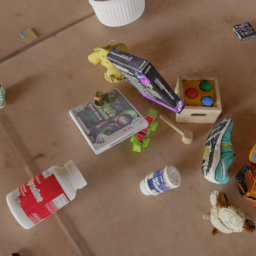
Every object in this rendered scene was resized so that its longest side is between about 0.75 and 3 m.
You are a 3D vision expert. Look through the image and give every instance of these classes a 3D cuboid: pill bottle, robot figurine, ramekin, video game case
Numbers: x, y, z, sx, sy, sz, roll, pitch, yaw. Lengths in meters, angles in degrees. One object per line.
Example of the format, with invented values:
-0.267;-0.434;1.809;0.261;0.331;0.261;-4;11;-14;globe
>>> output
-2.605;2.101;9.242;2.342;1.315;1.315;-33;67;-16;pill bottle
4.958;1.567;9.811;1.993;0.800;2.748;23;65;14;robot figurine
-0.426;-5.904;13.067;2.595;1.362;2.595;-9;49;10;ramekin
-0.796;-0.377;10.798;2.230;0.286;2.453;-28;51;-14;video game case
1.046;1.803;9.372;0.733;1.322;0.733;26;48;-33;pill bottle

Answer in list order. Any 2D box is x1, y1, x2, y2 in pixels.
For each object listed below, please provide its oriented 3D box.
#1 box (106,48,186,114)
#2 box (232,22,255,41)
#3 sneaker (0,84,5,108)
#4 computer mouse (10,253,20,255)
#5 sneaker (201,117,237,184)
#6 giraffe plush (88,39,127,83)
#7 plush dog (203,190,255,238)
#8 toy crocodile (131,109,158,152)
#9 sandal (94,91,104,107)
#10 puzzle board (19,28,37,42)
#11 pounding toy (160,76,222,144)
0.655;-1.594;9.671;1.937;2.709;0.489;34;89;44;box
5.568;-4.619;13.374;0.848;0.211;0.842;-19;64;-9;box
-5.286;-1.331;11.442;0.370;0.593;1.005;-9;64;-6;sneaker
-3.541;4.362;8.681;0.587;0.224;0.848;15;63;7;computer mouse
3.431;0.811;10.291;1.027;0.999;2.578;24;69;-9;sneaker
-0.596;-2.624;11.729;1.671;1.937;1.570;-21;93;-13;giraffe plush
3.180;2.797;8.818;1.652;1.419;1.325;41;69;19;plush dog
0.641;0.068;10.704;0.665;0.608;1.969;23;64;12;toy crocodile
-1.170;-1.194;11.177;0.410;0.276;1.021;-8;47;3;sandal
-4.745;-4.419;13.353;0.566;0.065;0.751;-36;67;-16;puzzle board
2.375;-0.732;10.814;2.206;1.149;2.511;2;62;1;pounding toy
